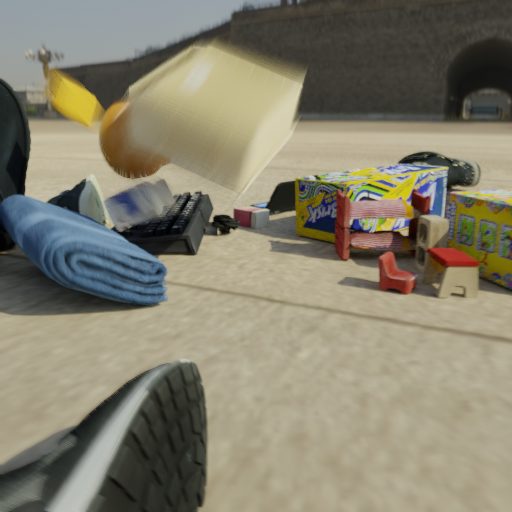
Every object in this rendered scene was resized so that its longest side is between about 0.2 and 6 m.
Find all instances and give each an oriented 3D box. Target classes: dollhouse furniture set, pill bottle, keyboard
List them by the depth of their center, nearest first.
[{"bbox_3d":[2.130,-0.288,8.432,1.424,1.076,2.647,-1,15,-4],"label":"dollhouse furniture set"},{"bbox_3d":[-1.812,-0.822,8.761,0.996,0.552,0.552,-25,20,-7],"label":"pill bottle"},{"bbox_3d":[-1.573,-0.769,11.297,2.515,0.537,4.188,0,16,0],"label":"keyboard"}]

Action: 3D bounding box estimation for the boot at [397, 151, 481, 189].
[{"bbox_3d":[4.766,-2.471,16.448,2.158,1.031,2.857,-11,20,-33],"label":"boot"}]

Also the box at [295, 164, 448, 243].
[{"bbox_3d":[2.453,-1.151,11.403,3.628,1.166,1.271,-15,21,-42],"label":"box"}]

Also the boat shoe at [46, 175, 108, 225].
[{"bbox_3d":[-3.470,-0.924,10.852,1.004,1.066,2.970,-15,15,-4],"label":"boat shoe"}]

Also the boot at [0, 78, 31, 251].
[{"bbox_3d":[-4.296,-1.273,8.455,1.172,3.069,2.579,0,12,-8],"label":"boot"}]

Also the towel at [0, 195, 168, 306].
[{"bbox_3d":[-2.487,-0.102,7.666,1.646,0.715,2.947,21,3,-38],"label":"towel"}]

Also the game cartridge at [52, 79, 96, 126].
[{"bbox_3d":[-2.723,-2.296,8.417,0.576,0.508,0.093,26,-29,-37],"label":"game cartridge"}]

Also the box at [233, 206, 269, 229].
[{"bbox_3d":[-0.103,-0.806,11.669,0.666,0.363,0.425,14,21,41],"label":"box"}]

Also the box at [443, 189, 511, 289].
[{"bbox_3d":[4.124,-0.305,8.360,1.907,1.163,1.837,-5,15,-19],"label":"box"}]

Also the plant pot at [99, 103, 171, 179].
[{"bbox_3d":[-1.646,-1.867,8.810,1.094,1.195,1.195,-1,12,36],"label":"plant pot"}]

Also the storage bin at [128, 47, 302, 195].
[{"bbox_3d":[-0.573,-2.073,8.137,1.905,0.899,1.918,25,44,9],"label":"storage bin"}]

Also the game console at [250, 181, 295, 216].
[{"bbox_3d":[0.563,-1.432,13.079,1.423,0.828,1.252,-14,21,-42],"label":"game console"}]

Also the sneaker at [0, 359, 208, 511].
[{"bbox_3d":[-1.141,1.317,2.792,1.249,1.080,2.853,-2,15,15],"label":"sneaker"}]
